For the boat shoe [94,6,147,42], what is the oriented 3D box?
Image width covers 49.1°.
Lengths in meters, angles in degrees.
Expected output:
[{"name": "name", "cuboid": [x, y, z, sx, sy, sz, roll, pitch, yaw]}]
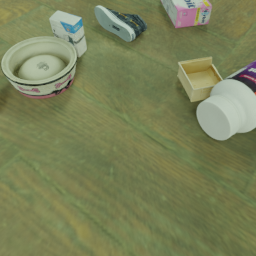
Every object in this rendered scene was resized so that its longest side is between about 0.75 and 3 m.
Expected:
[{"name": "boat shoe", "cuboid": [-0.290, -4.084, 10.660, 2.110, 0.747, 0.958, 42, 62, 19]}]

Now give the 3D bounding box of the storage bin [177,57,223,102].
[{"name": "storage bin", "cuboid": [2.335, -1.544, 8.757, 1.242, 0.586, 1.251, -12, 53, -8]}]

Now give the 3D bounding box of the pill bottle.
[{"name": "pill bottle", "cuboid": [3.231, -0.814, 7.603, 2.737, 1.525, 1.525, -31, 59, -21]}]

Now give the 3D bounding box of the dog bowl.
[{"name": "dog bowl", "cuboid": [-2.703, -1.877, 8.853, 2.296, 0.846, 2.296, 0, 52, 0]}]

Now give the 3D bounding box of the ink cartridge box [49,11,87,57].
[{"name": "ink cartridge box", "cuboid": [-2.008, -3.188, 9.560, 0.955, 1.305, 0.560, 22, 57, 16]}]

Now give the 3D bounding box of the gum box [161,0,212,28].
[{"name": "gum box", "cuboid": [2.255, -5.118, 11.353, 1.354, 0.789, 2.386, -10, 53, -6]}]
